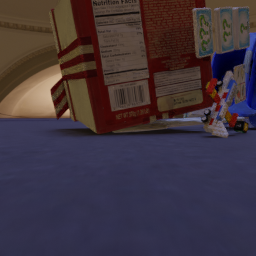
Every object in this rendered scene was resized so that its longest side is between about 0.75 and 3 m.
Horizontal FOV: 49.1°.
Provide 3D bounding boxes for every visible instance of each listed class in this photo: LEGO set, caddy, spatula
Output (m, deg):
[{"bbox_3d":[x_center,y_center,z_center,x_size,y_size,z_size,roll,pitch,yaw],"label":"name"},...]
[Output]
[{"bbox_3d":[1.627,-0.779,4.274,1.531,2.050,0.503,-21,21,-40],"label":"LEGO set"},{"bbox_3d":[2.874,-1.194,6.734,1.754,2.481,1.302,7,-27,27],"label":"caddy"},{"bbox_3d":[0.818,-0.149,6.207,2.927,0.235,2.035,-6,3,-19],"label":"spatula"}]

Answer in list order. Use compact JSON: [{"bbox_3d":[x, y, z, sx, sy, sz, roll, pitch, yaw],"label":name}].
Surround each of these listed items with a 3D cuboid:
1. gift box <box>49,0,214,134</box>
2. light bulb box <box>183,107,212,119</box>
[{"bbox_3d":[-0.172,-1.229,5.777,2.728,2.956,2.760,-9,13,-19],"label":"gift box"},{"bbox_3d":[2.608,-0.858,10.430,0.707,1.123,1.133,11,-11,-4],"label":"light bulb box"}]
